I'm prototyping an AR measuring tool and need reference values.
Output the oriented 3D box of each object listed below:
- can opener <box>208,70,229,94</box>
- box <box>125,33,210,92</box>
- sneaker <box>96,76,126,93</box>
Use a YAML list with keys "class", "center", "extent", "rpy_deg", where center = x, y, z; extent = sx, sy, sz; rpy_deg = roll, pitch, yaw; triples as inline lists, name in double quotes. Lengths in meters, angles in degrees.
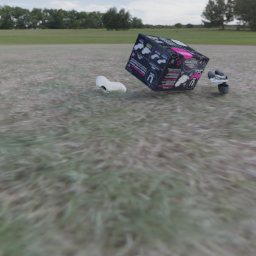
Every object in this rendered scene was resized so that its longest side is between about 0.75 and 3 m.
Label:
- class: "can opener"
  center: [3.661, -1.959, 11.548]
  extent: [0.621, 0.784, 2.358]
  rpy_deg: [-6, 20, 12]
- class: "box"
  center: [1.502, -2.431, 10.673]
  extent: [2.625, 1.506, 1.735]
  rpy_deg: [-9, 42, -46]
- class: "sneaker"
  center: [-0.534, -1.234, 8.600]
  extent: [1.023, 0.360, 0.410]
  rpy_deg: [16, 56, -22]
